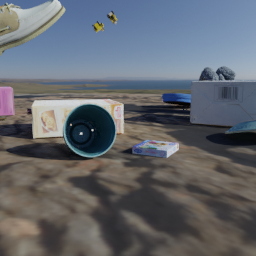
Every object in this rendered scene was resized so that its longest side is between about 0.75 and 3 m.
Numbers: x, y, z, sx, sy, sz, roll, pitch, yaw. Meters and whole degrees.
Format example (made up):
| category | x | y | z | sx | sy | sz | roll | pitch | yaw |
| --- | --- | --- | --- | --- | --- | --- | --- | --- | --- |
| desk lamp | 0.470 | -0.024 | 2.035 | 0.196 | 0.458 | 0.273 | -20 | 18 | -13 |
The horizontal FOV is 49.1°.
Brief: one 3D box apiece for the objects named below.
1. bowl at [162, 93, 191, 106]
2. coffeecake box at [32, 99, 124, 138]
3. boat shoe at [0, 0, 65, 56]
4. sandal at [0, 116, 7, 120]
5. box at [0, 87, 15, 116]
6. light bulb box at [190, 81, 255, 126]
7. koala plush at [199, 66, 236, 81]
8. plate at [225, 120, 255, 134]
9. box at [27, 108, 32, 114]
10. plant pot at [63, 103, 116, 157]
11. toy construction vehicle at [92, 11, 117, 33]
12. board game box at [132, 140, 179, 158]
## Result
| category | x | y | z | sx | sy | sz | roll | pitch | yaw |
| --- | --- | --- | --- | --- | --- | --- | --- | --- | --- |
| bowl | 3.399 | -1.752 | 17.617 | 2.543 | 0.499 | 2.543 | 6 | 0 | 0 |
| coffeecake box | -1.726 | -0.396 | 9.390 | 2.744 | 1.003 | 2.107 | -3 | 10 | -16 |
| boat shoe | -2.778 | -2.440 | 6.613 | 2.604 | 0.891 | 0.973 | -28 | 34 | 3 |
| sandal | -5.936 | -0.510 | 11.895 | 1.430 | 0.390 | 0.584 | -2 | 10 | -9 |
| box | -7.241 | -1.358 | 13.966 | 2.799 | 1.353 | 2.462 | -5 | 11 | -23 |
| light bulb box | 4.187 | -1.043 | 11.182 | 2.663 | 1.677 | 2.687 | 6 | 11 | 31 |
| koala plush | 4.961 | -1.492 | 13.886 | 2.365 | 2.451 | 2.667 | -16 | 39 | -42 |
| plate | 4.073 | -0.088 | 8.057 | 2.484 | 0.317 | 2.484 | -4 | -3 | 0 |
| box | -4.502 | -0.911 | 14.638 | 0.921 | 0.250 | 1.149 | 6 | 11 | 31 |
| plant pot | -1.002 | 0.102 | 6.521 | 1.169 | 1.169 | 1.098 | -4 | -5 | -22 |
| toy construction vehicle | -0.761 | -3.547 | 9.583 | 0.869 | 0.352 | 0.999 | -38 | 9 | 5 |
| board game box | 0.677 | 0.486 | 6.737 | 0.867 | 0.179 | 0.869 | 5 | 11 | 26 |
